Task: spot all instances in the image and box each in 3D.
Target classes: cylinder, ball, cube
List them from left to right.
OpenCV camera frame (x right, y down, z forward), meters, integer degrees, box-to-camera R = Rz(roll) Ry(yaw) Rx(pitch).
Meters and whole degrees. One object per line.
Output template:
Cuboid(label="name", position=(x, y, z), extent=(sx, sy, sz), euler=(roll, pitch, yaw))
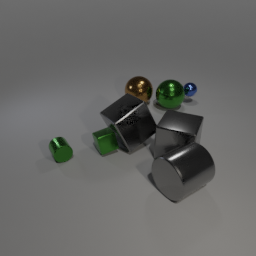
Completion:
Cuboid(label="cylinder", position=(-2.438, 0.778, 10.145), extent=(0.700, 0.700, 0.700), euler=(-17, 35, -25))
Cuboid(label="cube", position=(-0.843, 0.472, 10.432), extent=(0.700, 0.700, 0.700), euler=(-21, 22, -17))
Cuboid(label="cube", position=(0.041, -0.245, 10.567), extent=(1.400, 1.400, 1.400), euler=(-37, 32, -11))
Cuboid(label="ball", position=(0.531, -1.841, 13.740), extent=(1.400, 1.400, 1.400), euler=(0, 32, 0))
Cuboid(label="ball", position=(2.019, -1.613, 13.365), extent=(1.400, 1.400, 1.400), euler=(0, 32, 0))
Cuboid(label="cube", position=(1.842, 0.351, 10.164), extent=(1.400, 1.400, 1.400), euler=(13, 34, 19))
Cuboid(label="cylinder", position=(1.688, 1.302, 8.608), extent=(1.400, 1.400, 1.400), euler=(-21, 37, -30))
Cuboid(label="ball", position=(3.057, -1.896, 13.817), extent=(0.700, 0.700, 0.700), euler=(0, 32, 0))
